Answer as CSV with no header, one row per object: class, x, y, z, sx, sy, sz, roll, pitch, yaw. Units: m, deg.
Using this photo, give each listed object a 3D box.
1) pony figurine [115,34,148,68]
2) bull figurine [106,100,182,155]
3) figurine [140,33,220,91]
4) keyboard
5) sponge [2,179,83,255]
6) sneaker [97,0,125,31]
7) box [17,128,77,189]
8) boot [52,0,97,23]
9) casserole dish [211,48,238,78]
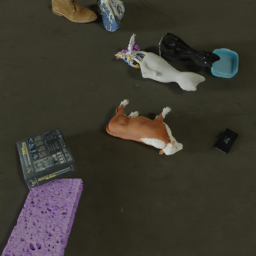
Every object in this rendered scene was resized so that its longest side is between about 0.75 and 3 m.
pony figurine,0.215,-3.193,11.959,1.281,1.066,1.236,24,63,0
bull figurine,0.627,-0.026,9.404,2.621,0.854,1.591,15,51,10
figurine,2.109,-2.554,11.215,2.472,1.091,2.534,25,56,21
keyboard,3.277,0.405,9.515,0.623,0.133,1.037,33,57,16
sponge,-2.194,2.457,7.472,1.430,0.382,2.563,2,45,8
sneaker,-0.688,-5.871,13.925,1.251,1.131,2.936,-10,52,-13
box,-2.552,0.867,8.683,1.457,0.471,1.848,-20,40,-17
boot,-2.775,-6.082,14.140,2.668,1.007,0.982,23,53,16
casserole dish,4.059,-2.710,11.856,1.091,0.350,1.802,12,53,9
